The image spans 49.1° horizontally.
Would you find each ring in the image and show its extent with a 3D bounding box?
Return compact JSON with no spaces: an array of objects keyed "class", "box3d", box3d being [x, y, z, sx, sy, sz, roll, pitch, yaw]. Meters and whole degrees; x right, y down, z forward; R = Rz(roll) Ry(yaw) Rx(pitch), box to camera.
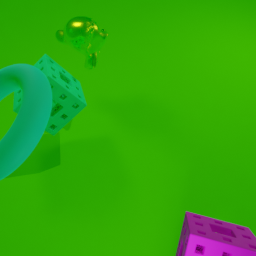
[{"class":"ring","box3d":[-1.553,-0.082,3.332,1.585,0.317,1.585,-16,56,25]}]

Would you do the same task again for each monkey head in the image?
[{"class":"monkey head","box3d":[-1.133,-2.137,7.035,1.028,1.228,1.706,4,6,-43]}]

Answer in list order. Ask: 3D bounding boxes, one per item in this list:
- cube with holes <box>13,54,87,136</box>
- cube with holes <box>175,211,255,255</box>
[{"class":"cube with holes","box3d":[-1.870,-0.783,6.681,1.139,1.139,1.139,-40,40,13]},{"class":"cube with holes","box3d":[1.366,2.145,4.420,1.101,1.101,1.101,13,92,8]}]
